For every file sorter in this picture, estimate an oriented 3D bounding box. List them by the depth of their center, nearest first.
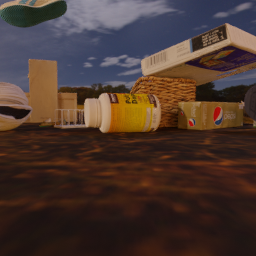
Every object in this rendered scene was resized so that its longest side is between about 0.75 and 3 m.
[{"bbox_3d":[-1.637,-0.277,8.147,0.855,0.533,0.594,-2,5,-36],"label":"file sorter"}]

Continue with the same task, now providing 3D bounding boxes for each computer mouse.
[{"bbox_3d":[-3.292,-0.215,6.387,1.425,0.570,2.598,-12,-5,33],"label":"computer mouse"}]

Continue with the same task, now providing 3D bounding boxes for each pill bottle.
[{"bbox_3d":[-0.137,-0.342,6.378,1.628,0.889,0.889,-1,4,-18],"label":"pill bottle"}]

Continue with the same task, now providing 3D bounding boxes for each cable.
[{"bbox_3d":[-3.649,-0.599,7.477,1.893,0.656,1.893,-9,-17,-39],"label":"cable"}]

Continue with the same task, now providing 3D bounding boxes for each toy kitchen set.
[{"bbox_3d":[-3.927,-1.481,11.907,2.957,2.412,2.667,-2,4,-25],"label":"toy kitchen set"}]

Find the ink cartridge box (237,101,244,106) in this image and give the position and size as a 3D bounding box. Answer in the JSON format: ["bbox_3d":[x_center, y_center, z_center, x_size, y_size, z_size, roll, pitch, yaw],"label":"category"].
[{"bbox_3d":[4.141,-0.616,10.752,0.991,0.215,0.982,22,-37,-40],"label":"ink cartridge box"}]

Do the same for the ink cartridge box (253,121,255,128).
[{"bbox_3d":[4.179,-0.296,7.887,1.148,0.596,0.340,0,5,9],"label":"ink cartridge box"}]

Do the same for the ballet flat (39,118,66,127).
[{"bbox_3d":[-2.303,-0.173,8.554,0.812,0.287,0.287,-1,4,-18],"label":"ballet flat"}]

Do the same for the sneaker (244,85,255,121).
[{"bbox_3d":[4.228,-0.408,6.350,2.999,1.109,1.233,14,13,38],"label":"sneaker"}]

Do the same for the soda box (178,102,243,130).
[{"bbox_3d":[2.415,-0.373,8.024,2.300,0.736,0.779,-3,5,-42],"label":"soda box"}]

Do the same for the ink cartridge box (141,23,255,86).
[{"bbox_3d":[2.230,-1.857,7.785,2.676,0.581,2.651,1,-9,-43],"label":"ink cartridge box"}]

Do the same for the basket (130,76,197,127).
[{"bbox_3d":[0.969,-0.771,8.613,1.954,1.456,1.395,-2,4,-20],"label":"basket"}]

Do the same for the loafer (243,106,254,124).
[{"bbox_3d":[3.941,-0.445,10.180,1.621,0.553,0.613,15,49,18],"label":"loafer"}]

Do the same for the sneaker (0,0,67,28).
[{"bbox_3d":[-2.335,-2.929,6.822,1.591,0.643,0.609,-22,-30,-25],"label":"sneaker"}]
